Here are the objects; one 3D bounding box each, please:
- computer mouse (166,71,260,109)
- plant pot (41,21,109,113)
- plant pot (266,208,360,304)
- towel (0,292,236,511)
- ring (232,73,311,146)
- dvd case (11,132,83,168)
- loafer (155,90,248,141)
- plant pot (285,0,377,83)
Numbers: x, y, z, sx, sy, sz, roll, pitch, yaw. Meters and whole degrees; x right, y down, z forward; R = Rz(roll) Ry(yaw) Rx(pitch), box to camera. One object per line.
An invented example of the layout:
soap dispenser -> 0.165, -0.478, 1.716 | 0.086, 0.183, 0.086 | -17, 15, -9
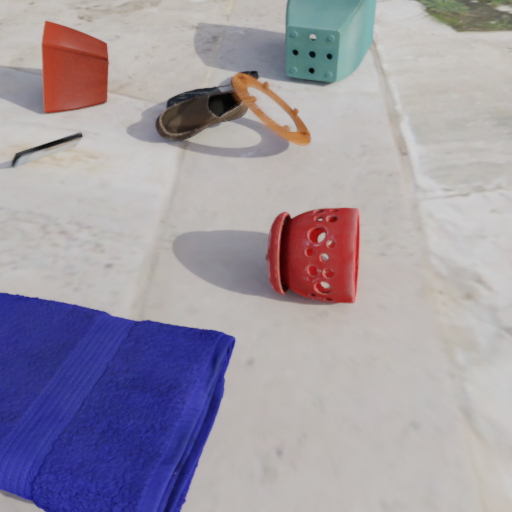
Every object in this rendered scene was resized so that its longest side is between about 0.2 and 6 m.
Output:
computer mouse -> -0.846, -3.527, 12.343 | 0.888, 0.516, 3.030 | 11, 34, 37
plant pot -> -3.918, -4.068, 12.215 | 1.329, 1.508, 1.506 | 0, 40, -17
plant pot -> 0.808, -0.019, 7.617 | 1.175, 1.290, 1.290 | 2, 40, 15
towel -> -2.128, 1.583, 6.154 | 3.408, 0.844, 2.517 | 10, 35, 12
ring -> 0.338, -2.742, 10.331 | 1.860, 0.178, 1.860 | 32, 29, -21
dvd case -> -3.858, -1.948, 10.320 | 1.229, 0.108, 0.877 | -27, 9, -27
loafer -> -1.055, -2.833, 10.852 | 1.910, 0.678, 0.697 | -24, 89, -9
plant pot -> 1.652, -5.479, 13.461 | 1.986, 1.985, 2.810 | 12, 48, 14
